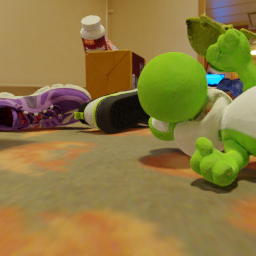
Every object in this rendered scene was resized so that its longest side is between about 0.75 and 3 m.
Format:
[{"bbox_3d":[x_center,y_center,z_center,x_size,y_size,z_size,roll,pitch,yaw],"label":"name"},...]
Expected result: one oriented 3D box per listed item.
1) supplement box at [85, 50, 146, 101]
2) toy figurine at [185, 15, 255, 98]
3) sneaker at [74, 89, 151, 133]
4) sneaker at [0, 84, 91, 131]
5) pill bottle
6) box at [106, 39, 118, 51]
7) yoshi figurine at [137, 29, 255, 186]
[{"bbox_3d":[-0.340,-1.446,9.879,1.509,2.241,2.273,2,7,16],"label":"supplement box"},{"bbox_3d":[1.893,-0.442,4.141,2.696,1.615,1.422,19,22,0],"label":"toy figurine"},{"bbox_3d":[-0.105,-0.544,7.198,1.237,1.071,2.987,5,8,37],"label":"sneaker"},{"bbox_3d":[-2.239,-0.311,6.740,2.795,1.127,1.166,-10,23,-7],"label":"sneaker"},{"bbox_3d":[-1.305,-3.378,10.810,0.937,1.659,0.937,-3,47,4],"label":"pill bottle"},{"bbox_3d":[-0.733,-3.158,11.881,0.573,1.149,0.548,-44,-1,31],"label":"box"},{"bbox_3d":[1.127,-0.266,3.005,1.637,1.631,2.913,-14,11,-38],"label":"yoshi figurine"}]
